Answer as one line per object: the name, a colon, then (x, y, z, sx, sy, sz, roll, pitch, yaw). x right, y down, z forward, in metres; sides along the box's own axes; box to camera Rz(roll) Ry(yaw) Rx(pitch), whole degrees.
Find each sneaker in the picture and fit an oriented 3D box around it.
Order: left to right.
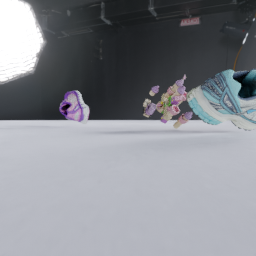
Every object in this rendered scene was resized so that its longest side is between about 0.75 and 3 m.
sneaker: (-1.807, -0.711, 8.793, 0.750, 0.683, 1.697, 1, 28, -28)
sneaker: (1.998, -0.501, 4.693, 2.127, 0.826, 0.918, -4, -29, -40)

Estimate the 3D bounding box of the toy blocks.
toy blocks: (1.047, -0.694, 6.680, 1.071, 1.001, 0.901, 22, -38, -17)
